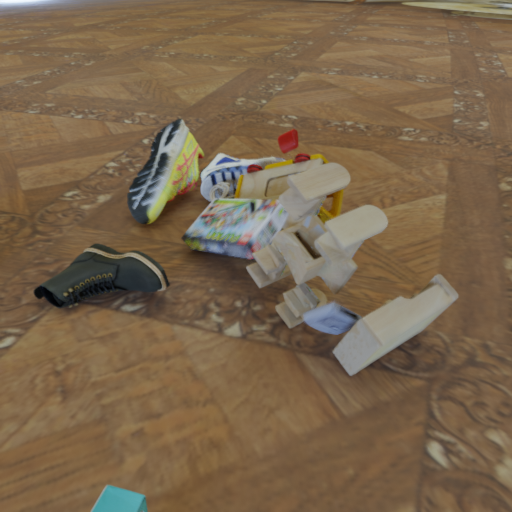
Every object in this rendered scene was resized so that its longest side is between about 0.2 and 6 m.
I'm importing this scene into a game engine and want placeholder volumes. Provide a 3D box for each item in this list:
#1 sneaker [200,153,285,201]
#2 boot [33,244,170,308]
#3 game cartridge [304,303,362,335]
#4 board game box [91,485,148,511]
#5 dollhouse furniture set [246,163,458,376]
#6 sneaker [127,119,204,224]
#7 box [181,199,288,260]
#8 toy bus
[{"bbox_3d":[-0.397,-2.062,13.391,2.178,0.880,1.258,-13,37,-13],"label":"sneaker"},{"bbox_3d":[-2.710,0.555,9.861,2.124,0.823,1.469,8,35,37],"label":"boot"},{"bbox_3d":[1.170,0.982,8.613,0.616,0.925,0.189,-28,54,30],"label":"game cartridge"},{"bbox_3d":[-1.493,3.239,4.886,0.432,1.389,1.840,9,33,14],"label":"board game box"},{"bbox_3d":[1.500,0.205,8.880,1.744,2.462,2.681,-23,65,-30],"label":"dollhouse furniture set"},{"bbox_3d":[-1.921,-1.807,13.048,1.160,1.341,2.969,-11,47,38],"label":"sneaker"},{"bbox_3d":[-0.416,-0.565,10.804,2.161,0.375,1.189,8,53,50],"label":"box"},{"bbox_3d":[0.600,-1.204,11.970,2.408,1.319,2.552,-44,45,10],"label":"toy bus"}]
